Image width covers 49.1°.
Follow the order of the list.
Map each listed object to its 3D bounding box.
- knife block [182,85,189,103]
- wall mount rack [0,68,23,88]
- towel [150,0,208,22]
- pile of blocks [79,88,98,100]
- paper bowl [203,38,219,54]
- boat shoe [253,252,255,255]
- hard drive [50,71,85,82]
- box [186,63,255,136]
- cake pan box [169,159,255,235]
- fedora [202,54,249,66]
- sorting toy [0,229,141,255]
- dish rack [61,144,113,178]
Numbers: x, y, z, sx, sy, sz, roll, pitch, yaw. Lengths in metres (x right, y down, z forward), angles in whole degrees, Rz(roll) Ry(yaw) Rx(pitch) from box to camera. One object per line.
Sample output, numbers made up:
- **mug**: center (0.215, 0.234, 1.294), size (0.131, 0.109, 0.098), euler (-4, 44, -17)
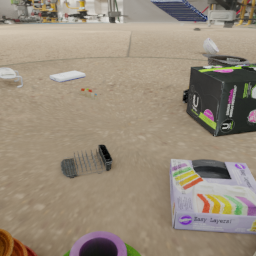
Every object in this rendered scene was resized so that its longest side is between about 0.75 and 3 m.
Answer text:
- **knife block**: center (2.617, -1.172, 10.104), size (1.394, 0.446, 1.224), euler (-1, 26, -4)
- **wall mount rack**: center (-5.346, -2.013, 11.724), size (1.635, 0.702, 1.882), euler (-9, 26, -26)
- **towel**: center (1.553, -3.485, 8.258), size (1.139, 0.188, 1.574), euler (20, 9, 40)
- **pile of blocks**: center (-1.444, -1.355, 10.640), size (1.045, 0.325, 0.429), euler (23, 34, 40)
- **paper bowl**: center (5.380, -5.297, 18.411), size (0.598, 1.150, 1.150), euler (-35, 5, 33)
- **boat shoe**: center (2.068, 1.679, 3.364), size (0.841, 0.975, 2.683), euler (40, 48, 15)
- **hard drive**: center (-2.823, -2.426, 13.122), size (1.380, 0.175, 0.911), euler (-22, 33, -39)
- **box**: center (3.294, -0.941, 8.265), size (2.532, 1.574, 1.880), euler (-6, 25, -14)
- **cake pan box**: center (1.561, 1.159, 5.103), size (1.548, 0.440, 1.680), euler (5, 25, 5)
- **fedora**: center (4.413, -2.752, 12.858), size (2.183, 0.986, 1.931), euler (-5, 26, -22)
- **sorting toy**: center (-0.986, 1.669, 3.191), size (2.661, 1.092, 1.599), euler (-3, 25, -8)
- **dish rack**: center (-0.936, 0.734, 6.180), size (1.082, 0.295, 0.830), euler (-8, 25, -15)
